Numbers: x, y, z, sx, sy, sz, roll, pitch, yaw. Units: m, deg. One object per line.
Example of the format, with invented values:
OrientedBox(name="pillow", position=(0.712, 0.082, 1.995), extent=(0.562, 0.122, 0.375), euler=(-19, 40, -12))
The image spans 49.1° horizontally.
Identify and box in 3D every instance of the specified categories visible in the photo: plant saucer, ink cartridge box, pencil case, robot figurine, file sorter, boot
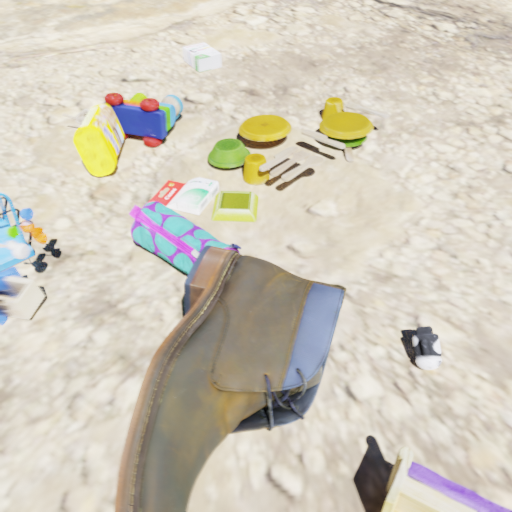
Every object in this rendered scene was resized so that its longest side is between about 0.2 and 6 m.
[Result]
OrientedBox(name="plant saucer", position=(-0.344, -0.852, 9.235), extent=(0.738, 0.177, 0.739), euler=(2, 41, 2))
OrientedBox(name="ink cartridge box", position=(-1.233, -1.073, 9.460), extent=(0.984, 0.247, 0.792), euler=(15, 43, 15))
OrientedBox(name="ink cartridge box", position=(-1.340, -4.885, 13.762), extent=(0.637, 0.369, 0.879), euler=(-22, 45, -23))
OrientedBox(name="pencil case", position=(-1.018, -0.156, 7.961), extent=(1.731, 0.800, 0.737), euler=(30, 88, 32))
OrientedBox(name="robot figurine", position=(2.060, 1.112, 6.741), extent=(0.386, 0.320, 0.514), euler=(5, 72, -28))
OrientedBox(name="file sorter", position=(-4.474, -0.608, 8.153), extent=(1.380, 1.220, 1.989), euler=(-32, 50, -32))
OrientedBox(name="boot", position=(-0.111, 1.368, 5.729), extent=(1.788, 1.378, 3.689), euler=(9, 48, 7))

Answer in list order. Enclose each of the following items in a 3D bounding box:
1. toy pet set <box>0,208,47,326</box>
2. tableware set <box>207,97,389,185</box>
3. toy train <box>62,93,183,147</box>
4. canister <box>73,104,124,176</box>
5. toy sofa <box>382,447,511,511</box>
OrientedBox(name="toy pet set", position=(-3.253, 0.204, 7.135), extent=(0.686, 1.206, 1.292), euler=(8, 49, 17))
OrientedBox(name="tableware set", position=(0.785, -2.212, 10.648), extent=(2.221, 0.506, 3.296), euler=(28, 49, 33))
OrientedBox(name="toy train", position=(-2.592, -2.904, 11.123), extent=(2.122, 0.898, 1.228), euler=(12, 36, 14))
OrientedBox(name="canister", position=(-2.808, -2.128, 10.124), extent=(0.528, 0.906, 1.219), euler=(-15, 36, 9))
OrientedBox(name="toy sofa", position=(2.070, 2.403, 5.021), extent=(1.825, 0.756, 0.890), euler=(21, 46, 22))
